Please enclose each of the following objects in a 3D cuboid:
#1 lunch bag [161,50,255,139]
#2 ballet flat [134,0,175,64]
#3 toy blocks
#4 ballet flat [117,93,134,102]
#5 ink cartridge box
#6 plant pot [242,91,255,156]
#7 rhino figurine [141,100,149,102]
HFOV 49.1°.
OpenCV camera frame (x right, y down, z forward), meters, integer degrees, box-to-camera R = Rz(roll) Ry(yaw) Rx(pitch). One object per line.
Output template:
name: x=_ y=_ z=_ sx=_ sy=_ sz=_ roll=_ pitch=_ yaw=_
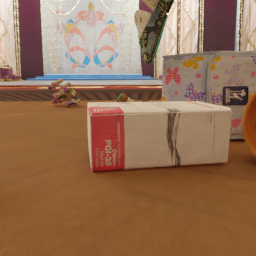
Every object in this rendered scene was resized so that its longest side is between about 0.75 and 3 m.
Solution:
lunch bag: x=2.090 y=-0.831 z=6.941 sx=2.425 sy=2.056 sz=1.542 roll=8 pitch=11 yaw=35
ballet flat: x=0.682 y=-3.087 z=7.389 sx=1.061 sy=2.858 sz=1.061 roll=20 pitch=-9 yaw=3
toy blocks: x=-3.387 y=-1.523 z=14.304 sx=1.299 sy=1.543 sz=1.442 roll=-32 pitch=-6 yaw=7
ballet flat: x=-0.115 y=-1.259 z=13.615 sx=0.803 sy=0.753 sz=2.220 roll=19 pitch=6 yaw=-2
ink cartridge box: x=0.439 y=0.042 z=5.190 sx=2.333 sy=0.966 sz=1.709 roll=-2 pitch=10 yaw=-9
plant pot: x=2.895 y=-0.044 z=4.651 sx=1.087 sy=1.553 sz=1.553 roll=12 pitch=1 yaw=-38
rhino figurine: x=0.867 y=-1.355 z=14.841 sx=0.446 sy=0.305 sz=1.020 roll=0 pitch=9 yaw=0
